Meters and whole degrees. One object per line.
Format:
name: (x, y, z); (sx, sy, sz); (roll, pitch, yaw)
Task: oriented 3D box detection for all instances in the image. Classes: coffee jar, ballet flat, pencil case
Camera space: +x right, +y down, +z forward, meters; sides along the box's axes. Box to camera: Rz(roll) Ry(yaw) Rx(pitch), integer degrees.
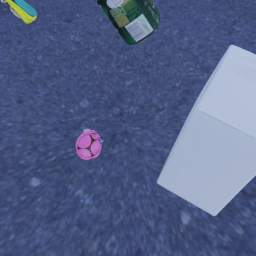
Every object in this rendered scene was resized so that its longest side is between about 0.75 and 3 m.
coffee jar: (-0.303, -3.610, 7.307); (1.156, 2.710, 1.413); (-23, 38, 29)
ballet flat: (-2.414, -2.653, 5.823); (1.128, 0.378, 0.377); (45, 43, -19)
pencil case: (-0.483, 0.187, 3.618); (0.348, 0.766, 0.359); (-15, 92, -6)

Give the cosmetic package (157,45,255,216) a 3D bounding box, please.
cosmetic package: (1.268, 0.033, 3.765); (0.961, 1.558, 1.563); (27, 49, 11)
